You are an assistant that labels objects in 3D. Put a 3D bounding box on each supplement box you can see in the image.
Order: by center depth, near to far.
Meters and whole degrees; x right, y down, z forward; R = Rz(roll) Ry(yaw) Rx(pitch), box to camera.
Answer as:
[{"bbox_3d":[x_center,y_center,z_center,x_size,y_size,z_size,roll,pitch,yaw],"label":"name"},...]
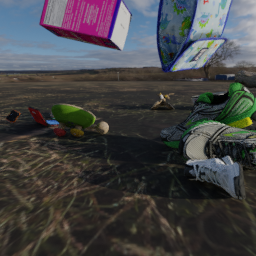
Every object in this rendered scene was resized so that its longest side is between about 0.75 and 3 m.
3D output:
[{"bbox_3d":[-1.142,-2.982,7.690,2.147,1.110,1.087,18,5,15],"label":"supplement box"}]

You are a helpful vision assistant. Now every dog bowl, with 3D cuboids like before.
[{"bbox_3d":[4.423,-1.490,15.217,1.930,0.712,1.930,-9,6,1],"label":"dog bowl"}]

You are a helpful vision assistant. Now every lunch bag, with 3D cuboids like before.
[{"bbox_3d":[1.914,-2.899,8.338,2.052,2.413,1.537,-18,38,-43],"label":"lunch bag"}]

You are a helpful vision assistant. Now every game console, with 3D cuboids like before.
[{"bbox_3d":[-3.216,-0.478,11.108,0.754,1.094,1.270,-38,30,-26],"label":"game console"}]

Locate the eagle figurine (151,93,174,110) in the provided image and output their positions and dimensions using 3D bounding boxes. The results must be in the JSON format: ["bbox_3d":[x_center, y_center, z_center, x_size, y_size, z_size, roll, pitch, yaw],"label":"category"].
[{"bbox_3d":[1.882,-1.382,15.341,1.146,1.140,1.510,-38,27,32],"label":"eagle figurine"}]

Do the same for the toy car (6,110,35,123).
[{"bbox_3d":[-4.426,-0.340,11.745,1.236,0.606,0.411,13,-37,-17],"label":"toy car"}]

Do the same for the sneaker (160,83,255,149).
[{"bbox_3d":[1.980,-0.318,7.447,2.781,1.184,1.085,-28,13,34],"label":"sneaker"}]

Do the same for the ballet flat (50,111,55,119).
[{"bbox_3d":[-3.112,-0.828,13.072,0.560,0.554,1.646,10,13,4],"label":"ballet flat"}]

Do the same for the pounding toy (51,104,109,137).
[{"bbox_3d":[-1.730,-0.036,9.293,1.456,0.875,1.887,-3,-23,45],"label":"pounding toy"}]

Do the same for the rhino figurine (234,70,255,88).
[{"bbox_3d":[3.947,-1.355,8.347,1.640,0.490,0.717,20,-11,39],"label":"rhino figurine"}]

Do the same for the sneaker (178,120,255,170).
[{"bbox_3d":[2.400,0.402,6.246,2.581,1.007,1.099,-1,12,-5],"label":"sneaker"}]

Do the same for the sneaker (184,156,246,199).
[{"bbox_3d":[1.531,0.923,5.128,0.954,0.626,1.658,-7,3,10],"label":"sneaker"}]
